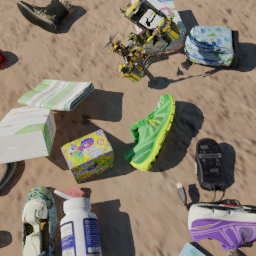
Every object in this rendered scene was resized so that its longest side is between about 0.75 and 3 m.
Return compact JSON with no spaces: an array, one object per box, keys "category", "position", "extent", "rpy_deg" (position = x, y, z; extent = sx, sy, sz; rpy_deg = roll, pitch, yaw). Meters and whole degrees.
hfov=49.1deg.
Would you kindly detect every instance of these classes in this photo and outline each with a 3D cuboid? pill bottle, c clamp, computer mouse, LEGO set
[{"category":"pill bottle","position":[-1.320,2.870,7.728],"extent":[1.025,1.025,1.713],"rpy_deg":[-9,61,-5]},{"category":"c clamp","position":[-4.905,1.540,8.932],"extent":[2.539,0.344,2.169],"rpy_deg":[5,56,5]},{"category":"computer mouse","position":[2.252,1.528,8.803],"extent":[1.658,0.544,2.362],"rpy_deg":[-6,72,-8]},{"category":"LEGO set","position":[0.232,-3.259,9.851],"extent":[1.723,2.975,2.287],"rpy_deg":[27,39,-31]}]

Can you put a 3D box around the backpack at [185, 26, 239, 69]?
[{"category":"backpack","position":[3.295,-3.258,11.085],"extent":[2.060,1.584,1.681],"rpy_deg":[1,62,20]}]

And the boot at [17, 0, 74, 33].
[{"category":"boot","position":[-3.658,-5.308,12.490],"extent":[2.149,0.786,1.618],"rpy_deg":[32,66,13]}]

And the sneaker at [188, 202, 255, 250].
[{"category":"sneaker","position":[3.141,2.842,7.893],"extent":[2.971,1.198,1.239],"rpy_deg":[6,89,0]}]

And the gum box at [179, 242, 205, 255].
[{"category":"gum box","position":[1.717,3.833,7.639],"extent":[0.869,0.228,1.023],"rpy_deg":[34,66,18]}]

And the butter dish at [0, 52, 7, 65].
[{"category":"butter dish","position":[-5.649,-2.901,11.086],"extent":[1.175,0.869,1.172],"rpy_deg":[-40,69,-20]}]

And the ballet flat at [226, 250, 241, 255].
[{"category":"ballet flat","position":[2.709,3.988,7.324],"extent":[0.567,0.630,1.673],"rpy_deg":[25,63,14]}]

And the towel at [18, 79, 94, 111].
[{"category":"towel","position":[-2.521,-1.234,9.817],"extent":[2.263,0.347,1.688],"rpy_deg":[9,38,24]}]

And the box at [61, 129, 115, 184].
[{"category":"box","position":[-1.200,0.906,8.679],"extent":[1.351,1.301,0.824],"rpy_deg":[-24,63,-14]}]

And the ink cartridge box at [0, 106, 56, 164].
[{"category":"ink cartridge box","position":[-3.193,0.056,8.974],"extent":[1.557,0.895,2.659],"rpy_deg":[-9,22,-5]}]

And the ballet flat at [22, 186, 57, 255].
[{"category":"ballet flat","position":[-2.513,2.851,7.762],"extent":[1.043,1.043,2.810],"rpy_deg":[-12,60,-7]}]

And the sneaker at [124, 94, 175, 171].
[{"category":"sneaker","position":[0.756,-0.050,9.327],"extent":[1.236,1.096,2.958],"rpy_deg":[23,63,7]}]

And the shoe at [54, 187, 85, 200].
[{"category":"shoe","position":[-1.784,1.994,8.647],"extent":[0.906,0.324,0.412],"rpy_deg":[21,61,5]}]

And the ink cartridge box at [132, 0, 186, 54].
[{"category":"ink cartridge box","position":[1.244,-4.439,11.864],"extent":[1.724,1.010,2.386],"rpy_deg":[-12,62,-5]}]
